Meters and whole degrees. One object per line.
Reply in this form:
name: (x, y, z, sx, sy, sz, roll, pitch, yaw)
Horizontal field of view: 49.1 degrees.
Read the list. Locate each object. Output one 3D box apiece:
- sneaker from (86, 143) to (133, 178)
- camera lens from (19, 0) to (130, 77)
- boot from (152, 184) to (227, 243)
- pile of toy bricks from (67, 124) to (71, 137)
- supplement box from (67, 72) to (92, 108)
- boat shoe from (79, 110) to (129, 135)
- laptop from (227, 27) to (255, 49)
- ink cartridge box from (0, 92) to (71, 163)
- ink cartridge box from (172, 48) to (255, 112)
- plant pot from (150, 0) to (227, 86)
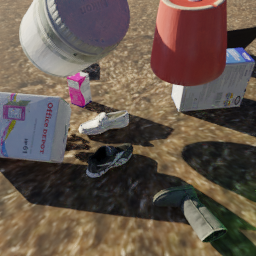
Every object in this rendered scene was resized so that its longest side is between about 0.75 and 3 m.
sneaker: (-0.441, 0.711, 7.459, 1.539, 0.696, 0.511, -28, 47, -31)
camera lens: (-1.577, -2.797, 7.800, 2.293, 2.293, 2.867, -30, 12, -33)
boot: (1.313, 1.918, 6.182, 1.220, 0.487, 1.342, -13, 47, -13)
pile of toy bricks: (-2.525, 0.093, 8.363, 1.537, 0.852, 0.759, 19, 68, -2)
supplement box: (-1.685, -1.354, 9.783, 0.561, 1.086, 0.550, 22, 43, 25)
boat shoe: (-0.757, -0.242, 8.781, 1.637, 0.567, 0.580, -15, 40, -18)
laptop: (4.167, -4.228, 12.986, 2.730, 1.690, 2.916, -13, 40, -17)
ink cartridge box: (-2.871, -0.020, 7.511, 2.348, 0.994, 1.697, 5, 80, 5)
ink cartridge box: (2.994, -1.625, 9.496, 2.719, 1.855, 1.038, -4, 44, -6)
plant pot: (1.322, -2.025, 5.948, 1.769, 1.565, 1.769, -3, 47, 3)
